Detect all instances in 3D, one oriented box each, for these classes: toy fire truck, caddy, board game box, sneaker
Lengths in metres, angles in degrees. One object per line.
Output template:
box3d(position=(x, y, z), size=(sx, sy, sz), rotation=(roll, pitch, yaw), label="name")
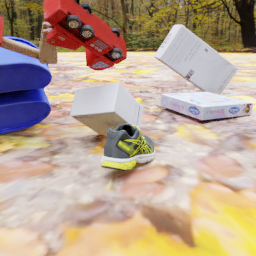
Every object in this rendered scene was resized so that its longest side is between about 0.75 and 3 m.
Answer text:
box3d(position=(-1.469, -1.751, 5.544), size=(1.865, 0.645, 2.645), rotation=(-22, -27, 30), label="toy fire truck")
box3d(position=(-3.257, -1.036, 6.766), size=(2.970, 2.100, 1.559), rotation=(-14, 47, -32), label="caddy")
box3d(position=(2.441, -0.758, 8.944), size=(2.052, 0.422, 2.047), rotation=(-6, 19, -27), label="board game box")
box3d(position=(0.109, 0.264, 5.202), size=(0.657, 0.747, 1.765), rotation=(9, 11, 20), label="sneaker")

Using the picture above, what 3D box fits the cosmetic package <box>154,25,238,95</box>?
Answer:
box3d(position=(2.564, -2.461, 10.582), size=(2.853, 1.450, 1.056), rotation=(29, 13, -17), label="cosmetic package")

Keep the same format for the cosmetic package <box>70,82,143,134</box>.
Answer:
box3d(position=(-0.454, -0.386, 6.363), size=(1.167, 0.719, 1.170), rotation=(-3, -25, 31), label="cosmetic package")
